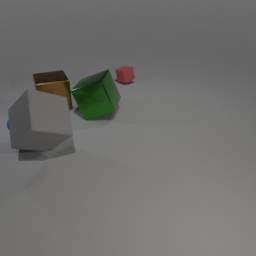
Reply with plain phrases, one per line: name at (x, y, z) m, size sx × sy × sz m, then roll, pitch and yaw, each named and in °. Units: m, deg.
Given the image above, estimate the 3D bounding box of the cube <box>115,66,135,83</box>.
cube at (-0.149, -2.892, 15.119) m, size 0.700 × 0.700 × 0.700 m, roll -28°, pitch 28°, yaw -31°

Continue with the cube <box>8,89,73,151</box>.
cube at (-2.800, -0.192, 8.905) m, size 1.400 × 1.400 × 1.400 m, roll 9°, pitch 58°, yaw -45°

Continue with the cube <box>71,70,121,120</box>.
cube at (-1.296, -1.400, 11.728) m, size 1.400 × 1.400 × 1.400 m, roll -15°, pitch 26°, yaw 19°

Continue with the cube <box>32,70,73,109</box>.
cube at (-3.377, -1.633, 12.523) m, size 1.400 × 1.400 × 1.400 m, roll -12°, pitch 32°, yaw -19°

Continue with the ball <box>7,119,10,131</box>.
ball at (-3.891, -0.136, 9.863) m, size 0.700 × 0.700 × 0.700 m, roll 0°, pitch 30°, yaw 0°
